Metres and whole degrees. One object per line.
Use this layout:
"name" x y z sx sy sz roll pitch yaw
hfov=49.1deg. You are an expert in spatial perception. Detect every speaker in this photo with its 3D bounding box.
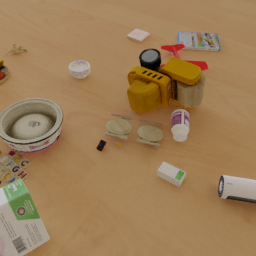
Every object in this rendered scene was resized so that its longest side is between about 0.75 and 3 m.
"speaker" 3.637 1.866 8.321 1.728 0.702 0.702 8 48 6

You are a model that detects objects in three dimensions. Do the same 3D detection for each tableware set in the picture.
"tableware set" 0.214 0.185 10.069 2.054 0.412 1.358 12 37 3

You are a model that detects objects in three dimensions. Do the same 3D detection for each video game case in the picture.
"video game case" 3.635 -4.483 14.435 2.058 0.183 1.473 4 47 4

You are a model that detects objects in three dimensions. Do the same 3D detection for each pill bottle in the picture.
"pill bottle" 1.892 -0.086 10.140 0.638 0.638 1.136 6 49 5

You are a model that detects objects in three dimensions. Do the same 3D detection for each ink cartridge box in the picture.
"ink cartridge box" -3.328 2.550 6.890 2.236 1.619 0.939 -26 28 -25

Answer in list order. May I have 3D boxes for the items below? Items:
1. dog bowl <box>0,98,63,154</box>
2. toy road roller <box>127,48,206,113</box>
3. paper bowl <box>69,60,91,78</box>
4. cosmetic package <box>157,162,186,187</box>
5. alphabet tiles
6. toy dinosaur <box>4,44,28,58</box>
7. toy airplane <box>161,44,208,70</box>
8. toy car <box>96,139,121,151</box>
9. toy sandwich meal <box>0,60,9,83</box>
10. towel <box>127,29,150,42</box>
"dog bowl" -3.388 -0.040 9.926 2.261 0.834 2.261 1 45 -1
"toy road roller" 1.268 -1.445 10.688 2.926 1.798 2.136 26 67 25
"paper bowl" -2.142 -2.577 12.492 0.938 0.488 0.938 0 48 0
"cosmetic package" 1.380 1.470 8.923 0.807 0.342 0.434 25 54 19
"alphabet tiles" -4.248 1.499 9.082 1.664 0.063 1.999 31 55 26
"toy dinosaur" -5.541 -3.833 13.745 1.156 0.336 0.584 -17 51 -15
"toy airplane" 2.368 -3.168 13.028 2.688 0.494 2.688 1 48 -1
"toy car" -0.686 0.643 9.828 0.841 0.412 0.280 11 2 -12
"toy sandwich meal" -6.209 -2.508 12.329 1.849 0.633 1.849 0 48 0
"towel" 0.546 -4.902 14.835 0.912 0.154 0.955 26 53 23
